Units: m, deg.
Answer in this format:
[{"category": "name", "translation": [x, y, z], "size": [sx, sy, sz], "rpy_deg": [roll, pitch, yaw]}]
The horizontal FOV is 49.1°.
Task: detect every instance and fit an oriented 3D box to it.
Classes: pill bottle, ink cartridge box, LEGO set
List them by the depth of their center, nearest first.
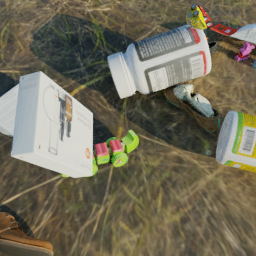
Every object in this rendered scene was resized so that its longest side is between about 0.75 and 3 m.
[{"category": "pill bottle", "translation": [3.639, 0.511, 7.009], "size": [2.523, 1.401, 1.401], "rpy_deg": [14, 55, 10]}, {"category": "ink cartridge box", "translation": [-2.902, -0.355, 8.324], "size": [2.106, 0.528, 1.708], "rpy_deg": [34, 59, 12]}, {"category": "pill bottle", "translation": [0.905, -1.976, 8.525], "size": [2.809, 1.600, 1.600], "rpy_deg": [-17, 54, 4]}, {"category": "LEGO set", "translation": [5.021, -2.779, 9.781], "size": [2.170, 0.890, 0.828], "rpy_deg": [-17, 56, -12]}, {"category": "ink cartridge box", "translation": [4.285, -3.620, 10.263], "size": [2.168, 0.512, 1.735], "rpy_deg": [25, 34, 16]}]

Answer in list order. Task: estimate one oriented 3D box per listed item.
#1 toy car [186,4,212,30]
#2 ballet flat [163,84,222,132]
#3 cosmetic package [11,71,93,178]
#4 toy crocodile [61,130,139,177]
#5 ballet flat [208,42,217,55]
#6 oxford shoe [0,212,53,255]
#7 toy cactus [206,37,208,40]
[{"category": "toy car", "translation": [0.985, -2.057, 4.567], "size": [1.051, 0.249, 1.117], "rpy_deg": [57, 29, -8]}, {"category": "ballet flat", "translation": [1.921, -0.797, 8.356], "size": [0.755, 0.805, 2.225], "rpy_deg": [-31, 59, -17]}, {"category": "cosmetic package", "translation": [-1.229, 0.051, 5.036], "size": [0.470, 1.819, 1.371], "rpy_deg": [-8, 68, 19]}, {"category": "toy crocodile", "translation": [-0.743, 0.683, 7.339], "size": [2.198, 0.679, 0.742], "rpy_deg": [-18, 55, -12]}, {"category": "ballet flat", "translation": [2.367, -2.912, 10.129], "size": [1.708, 0.485, 0.568], "rpy_deg": [-4, 54, -3]}, {"category": "oxford shoe", "translation": [-2.635, 2.276, 6.113], "size": [2.316, 0.826, 0.826], "rpy_deg": [12, 46, 10]}, {"category": "toy cactus", "translation": [2.357, -2.939, 10.022], "size": [0.905, 0.561, 1.097], "rpy_deg": [18, 64, 15]}]
